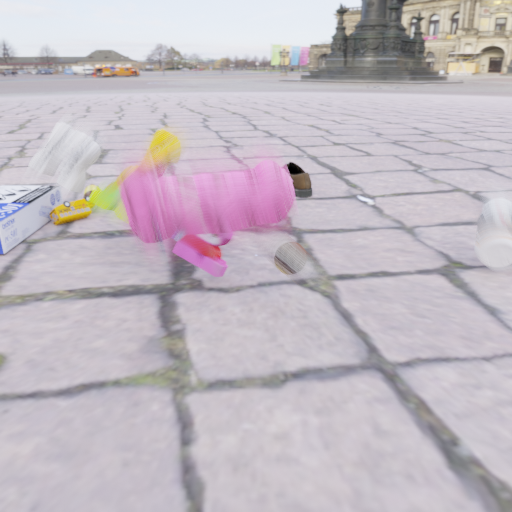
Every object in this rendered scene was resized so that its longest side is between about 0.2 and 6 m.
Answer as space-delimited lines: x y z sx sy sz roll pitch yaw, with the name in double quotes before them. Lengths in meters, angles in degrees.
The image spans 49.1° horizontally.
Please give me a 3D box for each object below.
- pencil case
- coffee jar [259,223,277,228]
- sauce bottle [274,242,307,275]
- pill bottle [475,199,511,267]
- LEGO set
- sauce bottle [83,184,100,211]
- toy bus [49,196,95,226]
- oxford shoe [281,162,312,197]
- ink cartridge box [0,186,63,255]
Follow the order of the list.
"pencil case" -0.484 -0.685 6.568 2.031 0.951 0.922 -13 60 -37
"coffee jar" -0.186 -1.024 11.871 1.326 0.692 0.566 9 22 26
"sauce bottle" 0.441 0.026 7.306 0.438 0.438 1.328 1 -4 3
"pill bottle" 4.019 -0.406 9.319 0.662 0.662 1.138 8 45 20
"LEGO set" -1.697 -1.307 9.663 3.968 1.628 1.513 29 7 16
"sauce bottle" -3.859 -1.353 13.186 0.416 0.416 1.287 -5 23 -13
"toy bus" -3.925 -0.984 12.082 0.328 0.394 1.007 -30 -4 43
"oxford shoe" 0.875 -2.105 14.651 0.682 0.792 1.877 -14 23 -29
"ink cartridge box" -5.121 -0.805 11.322 1.383 0.650 2.942 0 21 2
